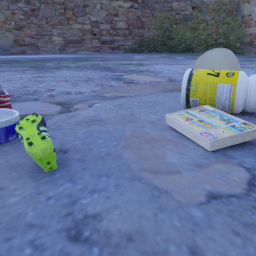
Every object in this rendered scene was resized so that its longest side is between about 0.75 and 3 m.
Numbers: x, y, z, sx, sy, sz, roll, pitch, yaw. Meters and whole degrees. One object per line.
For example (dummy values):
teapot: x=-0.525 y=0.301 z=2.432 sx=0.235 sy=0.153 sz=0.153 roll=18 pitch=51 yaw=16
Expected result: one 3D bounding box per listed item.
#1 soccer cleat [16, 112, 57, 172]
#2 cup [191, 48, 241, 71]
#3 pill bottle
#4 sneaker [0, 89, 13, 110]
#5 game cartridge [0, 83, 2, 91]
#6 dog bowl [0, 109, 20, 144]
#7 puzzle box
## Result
soccer cleat: x=-2.066 y=0.283 z=6.341 sx=0.688 sy=0.826 sz=2.038 roll=-24 pitch=31 yaw=-15
cup: x=4.147 y=-2.205 z=12.632 sx=2.258 sy=2.258 sz=1.615 roll=-3 pitch=42 yaw=-9
pill bottle: x=3.519 y=-1.372 z=10.474 sx=2.759 sy=1.577 sz=1.577 roll=8 pitch=20 yaw=22
sneaker: x=-4.930 y=-0.925 z=10.010 sx=1.762 sy=0.991 sz=0.628 roll=4 pitch=19 yaw=12
game cartridge: x=-5.575 y=-0.834 z=8.990 sx=2.864 sy=0.595 sz=1.907 roll=-36 pitch=28 yaw=-21
dog bowl: x=-3.915 y=-0.052 z=7.917 sx=1.629 sy=0.642 sz=1.629 roll=0 pitch=19 yaw=0
puzzle box: x=2.319 y=-0.093 z=8.108 sx=1.598 sy=0.305 sz=2.402 roll=-14 pitch=23 yaw=-17
